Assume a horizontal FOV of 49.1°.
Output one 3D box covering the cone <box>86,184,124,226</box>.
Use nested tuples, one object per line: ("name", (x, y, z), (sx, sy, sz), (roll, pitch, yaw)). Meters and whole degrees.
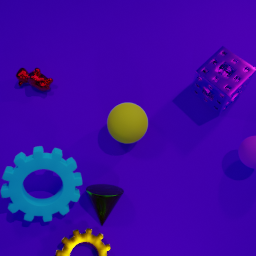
("cone", (-0.679, 2.219, 7.770), (1.052, 1.052, 1.056), (5, 94, 2))

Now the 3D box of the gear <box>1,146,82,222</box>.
("gear", (-2.257, 1.504, 7.440), (1.998, 0.369, 1.998), (-4, 106, -14))

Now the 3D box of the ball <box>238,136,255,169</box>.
("ball", (3.631, 0.689, 7.945), (0.933, 0.933, 0.933), (0, 68, 0))

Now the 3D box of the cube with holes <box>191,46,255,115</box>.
("cube with holes", (2.921, -1.464, 8.781), (1.247, 1.247, 1.247), (-43, 71, -11))

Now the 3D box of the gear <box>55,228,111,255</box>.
("gear", (-1.137, 3.350, 7.205), (1.426, 0.264, 1.426), (7, 55, -10))

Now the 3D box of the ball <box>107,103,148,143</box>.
("ball", (-0.013, -0.145, 8.284), (1.199, 1.199, 1.199), (0, 68, 0))

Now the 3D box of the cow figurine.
("cow figurine", (-3.116, -1.581, 9.282), (1.124, 1.106, 0.617), (35, 63, -25))
